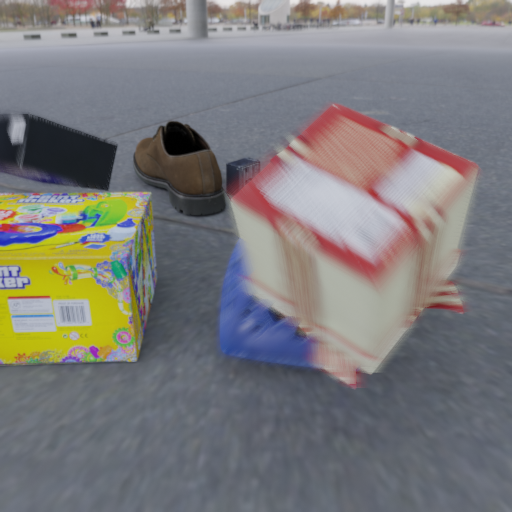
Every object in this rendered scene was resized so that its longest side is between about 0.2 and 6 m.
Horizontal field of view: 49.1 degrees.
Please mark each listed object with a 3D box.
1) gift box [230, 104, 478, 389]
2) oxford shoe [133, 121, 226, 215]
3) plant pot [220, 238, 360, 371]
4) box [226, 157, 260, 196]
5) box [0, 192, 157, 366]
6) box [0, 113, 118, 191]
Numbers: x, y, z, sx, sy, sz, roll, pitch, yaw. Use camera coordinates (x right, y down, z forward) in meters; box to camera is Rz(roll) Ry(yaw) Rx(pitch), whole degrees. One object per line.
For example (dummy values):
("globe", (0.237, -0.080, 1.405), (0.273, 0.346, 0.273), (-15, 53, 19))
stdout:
("gift box", (0.836, 0.003, 4.544), (1.522, 1.540, 1.649), (-41, 60, -19))
("oxford shoe", (-1.596, -2.059, 11.332), (1.289, 1.497, 3.547), (-16, 28, -27))
("plant pot", (0.484, 0.208, 6.251), (1.575, 1.416, 1.575), (9, 24, -7))
("box", (-0.268, -1.600, 11.310), (0.393, 0.638, 0.633), (20, 32, 35))
("box", (-2.419, 0.174, 6.745), (2.175, 1.327, 2.095), (-1, 24, -3))
("box", (-2.992, -1.409, 7.678), (1.832, 0.722, 1.293), (11, 2, 42))
